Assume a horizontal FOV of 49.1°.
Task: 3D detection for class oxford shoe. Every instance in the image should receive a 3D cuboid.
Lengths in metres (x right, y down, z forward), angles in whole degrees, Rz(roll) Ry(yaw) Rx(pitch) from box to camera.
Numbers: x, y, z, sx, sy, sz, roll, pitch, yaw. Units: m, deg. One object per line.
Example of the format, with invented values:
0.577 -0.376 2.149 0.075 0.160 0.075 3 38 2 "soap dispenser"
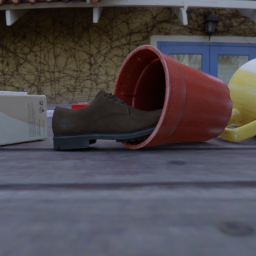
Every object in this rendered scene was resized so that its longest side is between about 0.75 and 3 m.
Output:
-0.205 -0.248 5.354 2.559 1.080 0.930 -6 2 -4 "oxford shoe"

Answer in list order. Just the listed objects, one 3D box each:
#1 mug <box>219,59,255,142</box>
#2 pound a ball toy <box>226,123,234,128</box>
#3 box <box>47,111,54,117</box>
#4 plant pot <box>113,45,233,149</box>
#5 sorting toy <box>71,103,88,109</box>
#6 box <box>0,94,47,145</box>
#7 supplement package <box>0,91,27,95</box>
3.562 -0.401 6.583 2.020 2.522 2.071 32 8 -15 "mug"
2.752 -0.492 9.140 0.688 1.056 1.619 -28 4 6 "pound a ball toy"
-3.948 -0.750 14.861 1.755 0.340 0.364 -1 6 -8 "box"
0.974 -0.513 5.866 1.942 1.997 1.997 5 2 -30 "plant pot"
-0.425 -0.370 8.705 2.435 0.847 2.420 1 6 13 "sorting toy"
-3.126 -0.170 5.735 1.286 1.053 2.709 4 7 33 "box"
-4.468 -0.673 9.858 1.187 1.202 1.982 -1 6 3 "supplement package"
